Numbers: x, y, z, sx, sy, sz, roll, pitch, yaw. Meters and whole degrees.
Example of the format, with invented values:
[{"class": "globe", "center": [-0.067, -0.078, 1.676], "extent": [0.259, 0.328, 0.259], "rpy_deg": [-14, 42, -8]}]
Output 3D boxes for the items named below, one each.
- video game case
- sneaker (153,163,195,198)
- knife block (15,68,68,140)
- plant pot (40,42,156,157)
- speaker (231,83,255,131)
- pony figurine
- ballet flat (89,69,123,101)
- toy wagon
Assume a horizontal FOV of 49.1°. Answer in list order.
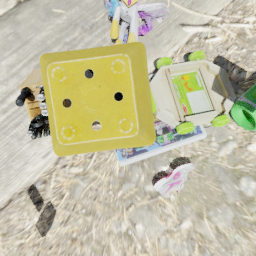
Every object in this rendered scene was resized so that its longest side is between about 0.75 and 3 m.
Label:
[{"class": "video game case", "center": [0.601, -0.387, 7.979], "extent": [2.554, 0.294, 2.327], "rpy_deg": [-18, 70, -8]}, {"class": "sneaker", "center": [1.264, 1.368, 7.230], "extent": [1.213, 0.494, 0.535], "rpy_deg": [-35, 74, -4]}, {"class": "knife block", "center": [-2.155, -0.945, 7.073], "extent": [0.862, 2.366, 2.695], "rpy_deg": [-12, 69, -5]}, {"class": "plant pot", "center": [-0.470, -0.469, 4.745], "extent": [1.942, 1.986, 1.929], "rpy_deg": [-7, 96, -1]}, {"class": "speaker", "center": [3.999, -0.957, 7.819], "extent": [2.344, 1.037, 1.037], "rpy_deg": [-39, 74, -13]}, {"class": "pony figurine", "center": [0.120, -3.267, 8.189], "extent": [2.108, 2.444, 2.532], "rpy_deg": [8, 88, 6]}, {"class": "ballet flat", "center": [-0.613, -1.333, 8.120], "extent": [0.649, 0.555, 1.953], "rpy_deg": [-10, 60, -28]}, {"class": "toy wagon", "center": [1.430, -0.939, 7.751], "extent": [2.894, 0.573, 2.246], "rpy_deg": [-11, 69, -5]}]
